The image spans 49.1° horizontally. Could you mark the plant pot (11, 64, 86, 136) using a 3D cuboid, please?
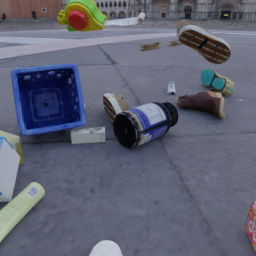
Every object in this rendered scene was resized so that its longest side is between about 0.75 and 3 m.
[{"bbox_3d":[-2.850,-0.941,9.965,2.190,2.190,1.969,-10,2,-20],"label":"plant pot"}]

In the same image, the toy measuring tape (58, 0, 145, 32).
[{"bbox_3d":[-0.853,-3.212,7.727,2.584,0.951,0.951,2,24,19],"label":"toy measuring tape"}]

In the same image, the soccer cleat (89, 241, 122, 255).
[{"bbox_3d":[-0.438,2.405,4.407,0.691,0.853,1.977,3,24,6],"label":"soccer cleat"}]

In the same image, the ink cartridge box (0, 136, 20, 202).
[{"bbox_3d":[-3.640,0.972,6.544,1.673,1.231,1.210,0,60,-1],"label":"ink cartridge box"}]

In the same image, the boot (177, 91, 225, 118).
[{"bbox_3d":[3.113,-0.963,12.063,1.924,0.837,2.313,-4,22,14],"label":"boot"}]

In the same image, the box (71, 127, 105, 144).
[{"bbox_3d":[-1.360,0.248,9.639,1.150,0.393,0.473,-3,25,-7],"label":"box"}]

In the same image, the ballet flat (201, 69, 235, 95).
[{"bbox_3d":[4.813,-2.434,15.022,1.005,1.005,2.844,-4,24,-9],"label":"ballet flat"}]

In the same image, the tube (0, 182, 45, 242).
[{"bbox_3d":[-2.540,1.868,6.172,0.493,0.441,1.700,-31,10,34],"label":"tube"}]

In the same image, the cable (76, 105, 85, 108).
[{"bbox_3d":[-2.429,-0.941,12.239,1.080,0.374,1.080,-5,25,-12],"label":"cable"}]

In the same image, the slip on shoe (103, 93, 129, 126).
[{"bbox_3d":[-0.356,-0.762,11.128,0.874,1.097,2.886,-9,18,-11],"label":"slip on shoe"}]

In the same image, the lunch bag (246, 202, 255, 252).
[{"bbox_3d":[2.651,1.925,5.357,0.430,0.924,1.050,1,25,2],"label":"lunch bag"}]

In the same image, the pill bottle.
[{"bbox_3d":[0.680,-0.194,9.603,2.205,1.233,1.233,-20,31,-38],"label":"pill bottle"}]

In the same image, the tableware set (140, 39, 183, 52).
[{"bbox_3d":[1.690,-3.930,13.140,2.397,0.333,2.870,-8,14,6],"label":"tableware set"}]

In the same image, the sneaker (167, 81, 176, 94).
[{"bbox_3d":[2.276,-2.154,14.740,0.437,0.505,1.166,2,26,1],"label":"sneaker"}]

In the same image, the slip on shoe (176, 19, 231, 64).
[{"bbox_3d":[2.591,-2.950,9.578,2.353,0.894,0.713,15,48,-27],"label":"slip on shoe"}]

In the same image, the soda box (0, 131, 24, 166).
[{"bbox_3d":[-4.522,0.513,8.446,2.850,0.912,0.965,13,28,28],"label":"soda box"}]
